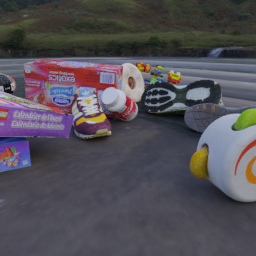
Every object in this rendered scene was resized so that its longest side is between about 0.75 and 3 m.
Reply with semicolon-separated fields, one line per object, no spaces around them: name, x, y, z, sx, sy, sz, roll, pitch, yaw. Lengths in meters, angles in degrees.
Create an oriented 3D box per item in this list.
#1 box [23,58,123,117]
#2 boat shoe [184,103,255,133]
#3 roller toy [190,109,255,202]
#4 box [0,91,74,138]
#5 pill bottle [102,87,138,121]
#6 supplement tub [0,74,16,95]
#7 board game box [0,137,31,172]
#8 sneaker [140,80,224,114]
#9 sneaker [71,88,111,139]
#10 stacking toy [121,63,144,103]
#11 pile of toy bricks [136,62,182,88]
box;-1.684;-1.341;9.019;2.901;1.446;1.385;6;21;7
boat shoe;2.521;-0.150;7.136;2.173;0.810;0.797;8;-5;35
roller toy;1.702;0.427;4.263;1.190;1.304;0.912;35;3;-23
box;-2.821;-0.456;5.630;2.874;0.562;1.967;17;6;25
pill bottle;-0.240;-0.681;7.975;0.655;0.655;1.167;11;-13;32
supplement tub;-5.145;-1.530;10.833;1.068;1.068;1.742;2;18;7
board game box;-3.230;0.449;5.271;2.350;0.526;1.580;-10;20;-29
sneaker;1.721;-0.770;9.084;2.946;1.133;1.305;6;-17;39
sneaker;-1.075;-0.454;7.312;0.873;1.050;2.330;-8;18;-23
stacking toy;-0.551;-1.616;11.119;2.102;1.535;1.535;-6;10;39
pile of toy bricks;1.360;-2.295;13.723;2.317;1.285;1.144;15;45;-3
